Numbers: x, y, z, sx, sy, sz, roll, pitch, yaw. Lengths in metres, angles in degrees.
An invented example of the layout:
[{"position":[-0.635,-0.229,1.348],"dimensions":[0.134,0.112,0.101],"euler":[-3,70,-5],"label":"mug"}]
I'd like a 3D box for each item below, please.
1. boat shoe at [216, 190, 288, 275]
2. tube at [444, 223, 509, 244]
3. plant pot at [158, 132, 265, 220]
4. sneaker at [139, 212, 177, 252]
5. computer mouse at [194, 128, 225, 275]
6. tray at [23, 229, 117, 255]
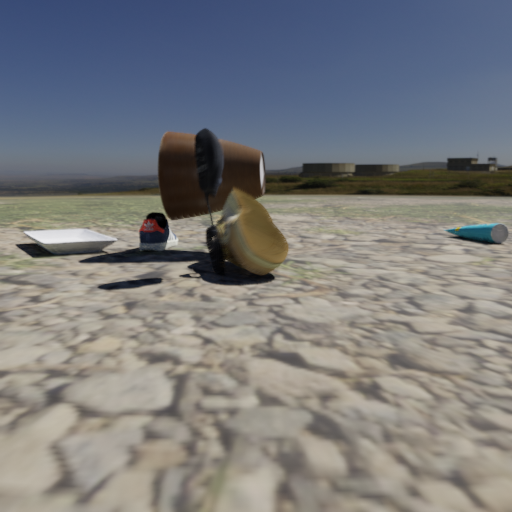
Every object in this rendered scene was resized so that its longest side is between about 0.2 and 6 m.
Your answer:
[{"position":[-0.153,-0.247,9.226],"dimensions":[0.969,0.869,2.619],"euler":[28,18,-17],"label":"boat shoe"},{"position":[5.343,-0.559,13.582],"dimensions":[0.702,0.457,1.812],"euler":[12,1,-13],"label":"tube"},{"position":[-0.805,-1.643,11.321],"dimensions":[1.910,1.785,1.785],"euler":[-1,8,8],"label":"plant pot"},{"position":[-2.094,-0.572,12.148],"dimensions":[0.685,0.772,1.826],"euler":[0,7,-1],"label":"sneaker"},{"position":[-0.615,-0.837,8.674],"dimensions":[0.385,2.264,0.664],"euler":[-8,6,-18],"label":"computer mouse"},{"position":[-4.059,-0.315,12.033],"dimensions":[1.436,0.297,2.675],"euler":[-6,10,-30],"label":"tray"}]
